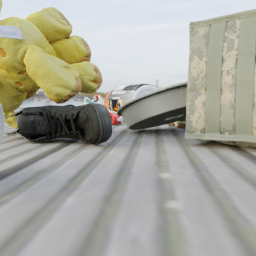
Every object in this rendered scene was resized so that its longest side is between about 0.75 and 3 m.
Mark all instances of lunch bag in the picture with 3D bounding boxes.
[{"bbox_3d":[2.397,-0.746,4.592,2.630,2.157,1.546,3,1,37],"label":"lunch bag"}]

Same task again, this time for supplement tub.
[{"bbox_3d":[0.097,-0.961,10.907,1.425,1.425,2.326,-3,6,-32],"label":"supplement tub"}]

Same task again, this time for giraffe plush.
[{"bbox_3d":[-2.265,-1.146,5.971,2.205,2.346,2.719,-36,-18,31],"label":"giraffe plush"}]

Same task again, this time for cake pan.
[{"bbox_3d":[1.070,-0.495,6.926,2.684,0.492,2.684,-14,-7,-2],"label":"cake pan"}]

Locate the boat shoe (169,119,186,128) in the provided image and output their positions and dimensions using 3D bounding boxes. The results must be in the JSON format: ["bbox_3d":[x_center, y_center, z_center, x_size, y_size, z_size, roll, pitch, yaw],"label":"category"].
[{"bbox_3d":[1.692,-0.421,8.932,0.702,0.704,1.902,-1,5,-6],"label":"boat shoe"}]

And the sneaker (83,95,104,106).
[{"bbox_3d":[-1.217,-1.112,14.033,2.388,1.116,0.841,-5,7,-40],"label":"sneaker"}]

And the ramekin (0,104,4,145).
[{"bbox_3d":[-1.619,0.016,2.453,0.542,1.163,1.163,15,10,15],"label":"ramekin"}]

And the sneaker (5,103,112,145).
[{"bbox_3d":[-1.409,-0.053,5.220,1.303,0.750,2.498,-12,13,-31],"label":"sneaker"}]

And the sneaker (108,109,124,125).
[{"bbox_3d":[-0.761,-0.362,9.479,0.579,0.525,1.364,-12,12,-43],"label":"sneaker"}]
